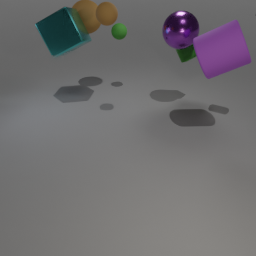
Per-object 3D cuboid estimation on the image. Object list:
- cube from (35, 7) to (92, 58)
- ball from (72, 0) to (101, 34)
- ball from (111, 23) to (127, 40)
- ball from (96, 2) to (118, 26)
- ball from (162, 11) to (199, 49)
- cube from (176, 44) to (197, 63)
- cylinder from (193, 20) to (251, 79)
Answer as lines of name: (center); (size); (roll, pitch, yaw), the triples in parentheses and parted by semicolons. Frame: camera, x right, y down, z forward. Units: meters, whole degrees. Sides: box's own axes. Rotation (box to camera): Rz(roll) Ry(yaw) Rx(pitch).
cube: (-2.500, -3.772, 11.092); (1.400, 1.400, 1.400); (-23, 16, 14)
ball: (-1.832, -4.861, 12.270); (1.400, 1.400, 1.400); (0, 30, 0)
ball: (-0.390, -4.280, 12.417); (0.700, 0.700, 0.700); (0, 30, 0)
ball: (-0.666, -3.583, 8.793); (0.700, 0.700, 0.700); (0, 30, 0)
ball: (2.013, -3.734, 10.711); (1.400, 1.400, 1.400); (0, 30, 0)
cube: (2.517, -3.231, 11.744); (0.700, 0.700, 0.700); (-23, 3, 33)
cylinder: (2.960, -2.451, 8.855); (1.400, 1.400, 1.400); (-19, 22, 24)
